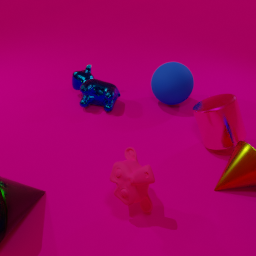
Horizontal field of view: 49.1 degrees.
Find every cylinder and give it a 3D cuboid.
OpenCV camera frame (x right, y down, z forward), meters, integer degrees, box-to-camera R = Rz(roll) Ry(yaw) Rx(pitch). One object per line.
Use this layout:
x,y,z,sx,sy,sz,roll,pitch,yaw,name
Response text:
2.215,-0.162,6.787,1.035,1.035,1.035,-20,17,7,cylinder

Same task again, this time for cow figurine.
-1.014,-1.276,8.816,1.684,0.925,1.657,12,36,3,cow figurine

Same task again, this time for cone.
-2.076,1.350,5.276,1.305,1.305,1.310,24,15,30,cone
2.239,1.003,5.866,1.072,1.068,1.068,-34,41,-1,cone

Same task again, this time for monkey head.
0.180,0.940,5.185,0.943,1.310,0.790,-25,-14,29,monkey head

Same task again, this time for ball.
1.333,-1.341,8.452,1.279,1.279,1.279,0,35,0,ball
